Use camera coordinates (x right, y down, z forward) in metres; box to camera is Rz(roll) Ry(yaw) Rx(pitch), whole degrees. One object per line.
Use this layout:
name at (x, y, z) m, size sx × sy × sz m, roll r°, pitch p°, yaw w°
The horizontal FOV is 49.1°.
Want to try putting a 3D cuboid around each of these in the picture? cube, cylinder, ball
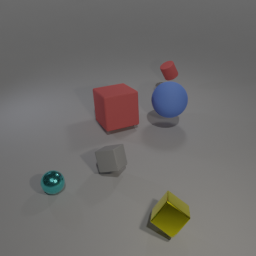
cube at (-0.524, 0.954, 8.898) m, size 0.700 × 0.700 × 0.700 m, roll -9°, pitch 8°, yaw 26°
cylinder at (2.009, -2.798, 13.675) m, size 0.700 × 0.700 × 0.700 m, roll -22°, pitch 35°, yaw 16°
ball at (-2.238, 1.608, 8.330) m, size 0.700 × 0.700 × 0.700 m, roll 0°, pitch 33°, yaw 0°
cube at (-0.489, -0.870, 11.232) m, size 1.400 × 1.400 × 1.400 m, roll -13°, pitch 27°, yaw -21°
cube at (1.066, 2.149, 7.036) m, size 0.700 × 0.700 × 0.700 m, roll 37°, pitch 13°, yaw 2°
ball at (1.611, -1.097, 10.873) m, size 1.400 × 1.400 × 1.400 m, roll 0°, pitch 33°, yaw 0°
